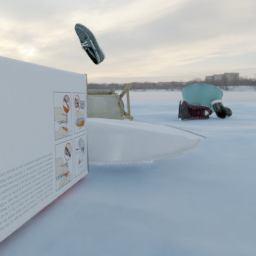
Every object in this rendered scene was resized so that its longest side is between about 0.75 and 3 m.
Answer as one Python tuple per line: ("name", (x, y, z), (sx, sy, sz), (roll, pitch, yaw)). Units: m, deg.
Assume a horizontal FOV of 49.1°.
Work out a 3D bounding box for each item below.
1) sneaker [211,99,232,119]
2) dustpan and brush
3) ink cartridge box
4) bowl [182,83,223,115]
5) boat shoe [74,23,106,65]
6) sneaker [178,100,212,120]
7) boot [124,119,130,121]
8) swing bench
("sneaker", (4.016, -0.643, 11.865), (0.519, 0.707, 1.562), (-24, -32, 33))
("dustpan and brush", (-0.510, 0.249, 3.848), (2.582, 0.739, 1.802), (6, 5, -11))
("ink cartridge box", (-1.949, 0.095, 2.055), (2.539, 1.213, 2.892), (1, 7, 12))
("bowl", (3.259, -1.126, 12.496), (1.843, 0.964, 1.843), (10, -17, 3))
("boat shoe", (-1.605, -3.390, 11.417), (0.672, 1.844, 0.570), (-3, 45, 42))
("sneaker", (2.692, -0.685, 11.085), (1.198, 0.784, 2.073), (5, 7, 20))
("boot", (0.211, 0.093, 6.051), (0.582, 0.448, 1.218), (8, 11, -11))
("swing bench", (-1.193, -0.896, 10.430), (2.160, 1.409, 2.172), (-3, 2, -21))
